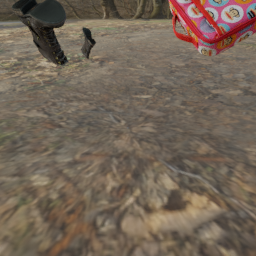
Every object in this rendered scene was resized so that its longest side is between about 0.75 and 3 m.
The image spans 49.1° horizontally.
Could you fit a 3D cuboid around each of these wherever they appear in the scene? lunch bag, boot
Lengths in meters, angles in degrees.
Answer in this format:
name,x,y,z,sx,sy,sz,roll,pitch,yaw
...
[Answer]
name,x,y,z,sx,sy,sz,roll,pitch,yaw
lunch bag,2.304,-3.390,8.110,2.250,1.046,2.554,-30,67,3
boot,-1.541,-3.062,10.124,0.316,0.794,0.912,-14,72,-37
boot,-1.905,-2.272,6.971,1.934,1.684,0.669,29,66,35
